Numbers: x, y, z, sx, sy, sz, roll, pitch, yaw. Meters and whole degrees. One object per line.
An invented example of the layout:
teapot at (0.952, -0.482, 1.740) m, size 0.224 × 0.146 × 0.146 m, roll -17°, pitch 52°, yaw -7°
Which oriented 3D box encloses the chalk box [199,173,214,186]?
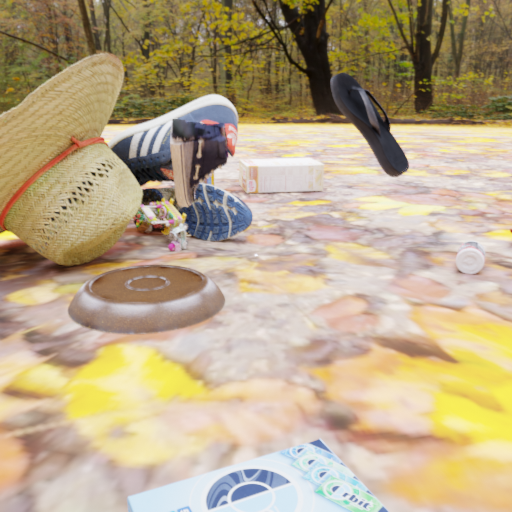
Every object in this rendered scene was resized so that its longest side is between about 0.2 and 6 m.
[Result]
chalk box at (-1.557, -2.064, 14.394) m, size 0.797 × 1.287 × 0.801 m, roll -7°, pitch 18°, yaw -21°

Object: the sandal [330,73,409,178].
sandal at (1.901, -2.165, 8.953) m, size 0.726 × 1.910 × 0.409 m, roll -36°, pitch 0°, yaw -43°

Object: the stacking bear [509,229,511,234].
stacking bear at (5.000, -0.436, 9.656) m, size 0.978 × 0.916 × 1.610 m, roll -4°, pitch 6°, yaw 0°

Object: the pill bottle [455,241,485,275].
pill bottle at (3.428, -0.002, 8.938) m, size 0.420 × 0.420 × 0.758 m, roll 7°, pitch 18°, yaw 22°

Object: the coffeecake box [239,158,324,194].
coffeecake box at (0.679, -2.347, 16.208) m, size 2.189 × 0.800 × 1.680 m, roll -2°, pitch 17°, yaw -8°

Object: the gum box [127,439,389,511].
gum box at (0.078, 1.704, 3.314) m, size 1.417 × 0.316 × 1.204 m, roll -7°, pitch 18°, yaw -23°

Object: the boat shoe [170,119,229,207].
boat shoe at (-0.790, -1.275, 8.126) m, size 0.781 × 0.629 × 1.685 m, roll 0°, pitch -28°, yaw -3°

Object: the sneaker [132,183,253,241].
sneaker at (-1.160, -1.010, 11.241) m, size 2.822 × 1.087 × 1.202 m, roll 11°, pitch 18°, yaw 32°

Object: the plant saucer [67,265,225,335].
plant saucer at (-1.443, 0.490, 7.471) m, size 2.063 × 0.331 × 2.063 m, roll 1°, pitch 17°, yaw 0°

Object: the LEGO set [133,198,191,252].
LEGO set at (-1.944, -0.661, 10.386) m, size 0.677 × 0.837 × 1.820 m, roll -6°, pitch 17°, yaw -37°

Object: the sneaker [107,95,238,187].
sneaker at (-1.790, -1.818, 10.762) m, size 3.249 × 1.373 × 1.218 m, roll -25°, pitch -37°, yaw 21°

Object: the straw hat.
straw hat at (-2.952, -0.908, 9.025) m, size 1.877 × 4.435 × 4.435 m, roll 41°, pitch 18°, yaw -5°
